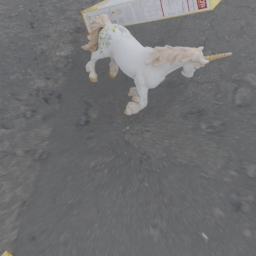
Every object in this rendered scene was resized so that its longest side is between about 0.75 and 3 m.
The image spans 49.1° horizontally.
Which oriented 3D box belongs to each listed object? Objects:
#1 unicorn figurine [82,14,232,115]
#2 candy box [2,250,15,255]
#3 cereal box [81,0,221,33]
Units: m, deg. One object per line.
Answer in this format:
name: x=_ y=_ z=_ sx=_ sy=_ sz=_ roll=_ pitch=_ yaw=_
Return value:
unicorn figurine: x=0.212 y=-1.142 z=5.107 sx=2.547 sy=1.749 sz=0.941 roll=31 pitch=47 yaw=0
candy box: x=-0.406 y=1.451 z=1.633 sx=1.106 sy=1.895 sz=0.535 roll=49 pitch=61 yaw=-13
cereal box: x=0.676 y=-2.867 z=6.213 sx=2.864 sy=0.566 sz=2.060 roll=1 pitch=34 yaw=32
